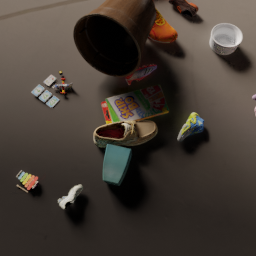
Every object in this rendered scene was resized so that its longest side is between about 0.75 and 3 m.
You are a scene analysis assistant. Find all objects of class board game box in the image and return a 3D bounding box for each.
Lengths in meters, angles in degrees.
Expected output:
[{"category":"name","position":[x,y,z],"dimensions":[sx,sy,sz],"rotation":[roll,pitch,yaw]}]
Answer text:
[{"category":"board game box","position":[0.230,-0.781,10.182],"dimensions":[2.294,0.344,1.096],"rotation":[-16,75,-2]}]

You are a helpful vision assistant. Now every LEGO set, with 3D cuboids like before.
[{"category":"LEGO set","position":[-2.815,-1.582,10.641],"dimensions":[1.060,0.348,1.419],"rotation":[36,71,11]}]

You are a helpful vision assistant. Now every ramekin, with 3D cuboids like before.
[{"category":"ramekin","position":[3.927,-3.577,11.370],"dimensions":[1.241,0.605,1.241],"rotation":[0,66,0]}]

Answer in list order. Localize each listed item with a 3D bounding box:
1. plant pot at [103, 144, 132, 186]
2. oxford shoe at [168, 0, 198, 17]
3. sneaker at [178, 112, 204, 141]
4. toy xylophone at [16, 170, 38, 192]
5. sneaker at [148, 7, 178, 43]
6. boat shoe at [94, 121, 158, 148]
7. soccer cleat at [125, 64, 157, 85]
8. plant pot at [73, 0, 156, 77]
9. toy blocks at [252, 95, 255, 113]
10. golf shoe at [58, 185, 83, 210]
[{"category":"plant pot","position":[-0.404,1.245,9.147],"dimensions":[0.814,0.814,1.152],"rotation":[13,73,6]},{"category":"oxford shoe","position":[2.346,-5.290,12.213],"dimensions":[1.400,0.498,0.508],"rotation":[28,74,12]},{"category":"sneaker","position":[2.272,0.044,9.819],"dimensions":[0.675,0.487,1.285],"rotation":[30,68,12]},{"category":"toy xylophone","position":[-3.330,1.771,9.204],"dimensions":[0.772,0.194,0.565],"rotation":[22,68,10]},{"category":"sneaker","position":[0.916,-4.501,11.545],"dimensions":[2.783,1.073,1.016],"rotation":[43,71,15]},{"category":"boat shoe","position":[-0.071,0.146,9.602],"dimensions":[2.280,0.789,0.840],"rotation":[-12,67,-5]},{"category":"soccer cleat","position":[0.522,-2.101,10.863],"dimensions":[1.381,0.461,0.528],"rotation":[-21,102,-17]},{"category":"plant pot","position":[-0.246,-3.694,10.340],"dimensions":[2.578,2.578,2.552],"rotation":[23,58,10]},{"category":"toy blocks","position":[4.987,-1.056,9.261],"dimensions":[2.158,2.396,2.563],"rotation":[-1,69,-6]},{"category":"golf shoe","position":[-1.738,2.205,8.834],"dimensions":[0.924,0.362,0.449],"rotation":[-42,42,-16]}]
